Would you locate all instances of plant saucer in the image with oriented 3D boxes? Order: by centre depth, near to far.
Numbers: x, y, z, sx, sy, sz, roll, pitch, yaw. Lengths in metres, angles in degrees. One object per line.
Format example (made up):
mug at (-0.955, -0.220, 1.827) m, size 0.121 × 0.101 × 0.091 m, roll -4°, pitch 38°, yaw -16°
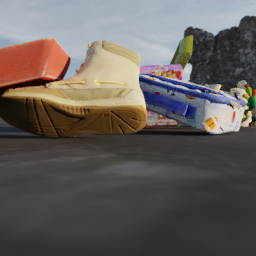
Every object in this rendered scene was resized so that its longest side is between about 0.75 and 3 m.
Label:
plant saucer at (-2.054, -0.727, 4.249) m, size 2.334 × 0.429 × 2.339 m, roll -14°, pitch 8°, yaw -4°
plant saucer at (1.545, -2.042, 8.613) m, size 0.330 × 1.377 × 1.379 m, roll 20°, pitch 42°, yaw -2°

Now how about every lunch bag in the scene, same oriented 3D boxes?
lunch bag at (1.237, -0.553, 5.929) m, size 2.340 × 0.884 × 1.875 m, roll 22°, pitch 14°, yaw 38°

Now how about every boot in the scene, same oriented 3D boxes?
boot at (-0.823, -0.726, 4.554) m, size 2.195 × 1.706 × 0.799 m, roll 0°, pitch -42°, yaw -1°

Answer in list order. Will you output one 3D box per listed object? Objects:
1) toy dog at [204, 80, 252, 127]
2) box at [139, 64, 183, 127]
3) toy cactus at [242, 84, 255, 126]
toy dog at (3.092, -0.644, 9.912) m, size 2.128 × 2.064 × 1.485 m, roll 0°, pitch -40°, yaw -4°
box at (0.206, -0.840, 7.744) m, size 2.483 × 1.699 × 0.486 m, roll -2°, pitch 29°, yaw 1°
toy cactus at (3.416, -0.523, 7.738) m, size 0.629 × 1.230 × 1.015 m, roll -7°, pitch 26°, yaw 7°
